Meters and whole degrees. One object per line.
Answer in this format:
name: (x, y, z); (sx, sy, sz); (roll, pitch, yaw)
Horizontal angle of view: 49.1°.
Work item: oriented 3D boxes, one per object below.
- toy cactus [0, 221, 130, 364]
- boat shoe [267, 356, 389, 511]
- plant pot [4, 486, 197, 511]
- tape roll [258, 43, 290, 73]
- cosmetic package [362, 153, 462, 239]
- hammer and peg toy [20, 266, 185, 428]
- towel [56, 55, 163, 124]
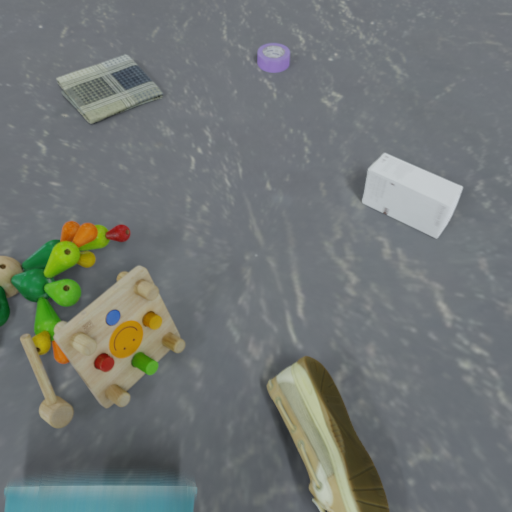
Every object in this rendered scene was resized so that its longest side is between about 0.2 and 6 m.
toy cactus: (-3.308, 0.433, 8.239); (2.316, 1.435, 2.806); (8, 52, 30)
boat shoe: (0.831, 2.450, 6.762); (0.781, 0.906, 2.482); (-36, 56, 20)
plant pot: (-1.580, 3.241, 5.489); (1.932, 1.932, 1.815); (0, 66, 0)
tape roll: (0.389, -4.432, 12.533); (0.718, 0.305, 0.718); (0, 51, 0)
cosmetic package: (2.612, -1.024, 9.480); (1.467, 0.828, 0.595); (30, 56, 24)
hammer and peg toy: (-1.959, 1.242, 7.237); (0.727, 1.515, 2.060); (20, 51, 40)
towel: (-3.114, -3.523, 11.874); (1.777, 0.307, 1.711); (-28, 59, -23)
